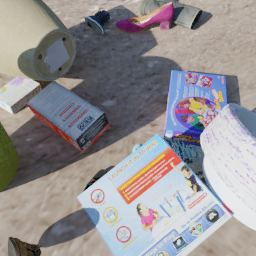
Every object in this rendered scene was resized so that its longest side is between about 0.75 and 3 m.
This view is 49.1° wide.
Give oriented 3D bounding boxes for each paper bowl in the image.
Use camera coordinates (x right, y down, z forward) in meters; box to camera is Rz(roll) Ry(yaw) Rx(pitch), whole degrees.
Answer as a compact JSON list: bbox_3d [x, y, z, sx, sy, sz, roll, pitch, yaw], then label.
[{"bbox_3d":[2.561,0.870,5.396,2.700,1.404,2.700,27,27,-15],"label":"paper bowl"}]

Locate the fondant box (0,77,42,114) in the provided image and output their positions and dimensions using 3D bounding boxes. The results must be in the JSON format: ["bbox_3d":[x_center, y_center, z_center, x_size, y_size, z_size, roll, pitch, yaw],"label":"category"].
[{"bbox_3d":[-3.200,-0.998,8.093,0.824,0.333,1.142,27,54,21],"label":"fondant box"}]

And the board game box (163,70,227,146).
[{"bbox_3d":[1.848,-0.575,7.610,1.562,0.520,2.323,8,51,7],"label":"board game box"}]

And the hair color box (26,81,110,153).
[{"bbox_3d":[-1.548,-0.344,7.164,2.015,0.617,1.023,33,68,31],"label":"hair color box"}]

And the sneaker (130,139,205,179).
[{"bbox_3d":[1.051,0.676,6.317,2.099,0.906,0.815,-4,52,-3],"label":"sneaker"}]

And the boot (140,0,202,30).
[{"bbox_3d":[1.824,-4.818,10.974,2.236,0.811,2.033,18,66,23],"label":"boot"}]

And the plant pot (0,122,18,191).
[{"bbox_3d":[-3.424,0.308,5.141,2.712,2.898,2.712,-6,65,13],"label":"plant pot"}]

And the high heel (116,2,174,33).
[{"bbox_3d":[0.599,-4.068,10.204,2.120,1.017,0.714,3,50,2],"label":"high heel"}]

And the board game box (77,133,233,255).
[{"bbox_3d":[0.440,1.504,5.270,2.049,0.573,2.007,-37,66,-6],"label":"board game box"}]

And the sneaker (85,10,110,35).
[{"bbox_3d":[-0.965,-3.982,10.488,0.895,0.471,1.238,-27,54,-18],"label":"sneaker"}]

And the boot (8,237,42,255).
[{"bbox_3d":[-1.679,2.042,4.596,0.561,1.487,0.547,0,71,-22],"label":"boot"}]

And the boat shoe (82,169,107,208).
[{"bbox_3d":[-0.723,1.305,6.195,0.369,0.316,1.008,18,51,15],"label":"boat shoe"}]

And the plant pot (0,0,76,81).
[{"bbox_3d":[-2.944,-2.537,7.705,2.995,2.805,2.805,31,57,25],"label":"plant pot"}]
